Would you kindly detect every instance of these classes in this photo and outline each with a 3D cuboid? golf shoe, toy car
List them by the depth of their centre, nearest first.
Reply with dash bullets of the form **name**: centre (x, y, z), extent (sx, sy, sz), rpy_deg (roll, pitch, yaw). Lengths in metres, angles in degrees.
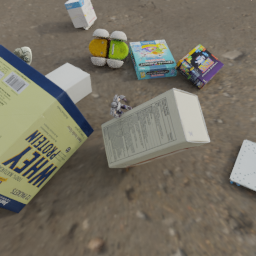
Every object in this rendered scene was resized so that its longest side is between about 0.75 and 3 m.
- **golf shoe**: centre (-3.539, -1.791, 8.984), extent (0.704, 1.798, 0.874), rpy_deg (31, 23, -20)
- **toy car**: centre (-0.737, -3.247, 11.591), extent (1.631, 1.427, 1.223), rpy_deg (10, 11, 10)

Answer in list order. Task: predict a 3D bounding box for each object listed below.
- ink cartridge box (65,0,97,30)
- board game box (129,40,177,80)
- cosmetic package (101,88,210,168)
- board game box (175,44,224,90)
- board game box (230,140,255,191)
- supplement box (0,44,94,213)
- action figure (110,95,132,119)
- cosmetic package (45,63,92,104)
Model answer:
- **ink cartridge box**: centre (-2.248, -5.588, 13.643), extent (0.881, 1.407, 0.904), rpy_deg (3, 45, 28)
- **board game box**: centre (1.001, -2.881, 11.621), extent (1.564, 0.486, 2.072), rpy_deg (-7, 47, -7)
- **cosmetic package**: centre (0.603, 0.127, 7.174), extent (1.103, 2.527, 1.306), rpy_deg (5, 69, -46)
- **board game box**: centre (2.796, -2.408, 10.902), extent (1.324, 0.454, 1.602), rpy_deg (42, 57, 8)
- **board game box**: centre (3.912, 1.237, 7.936), extent (1.678, 0.217, 1.679), rpy_deg (22, 50, 20)
- **supplement box**: centre (-3.131, -0.028, 7.320), extent (2.955, 1.984, 2.952), rpy_deg (35, 76, 28)
- **action figure**: centre (-0.210, -0.535, 7.249), extent (0.321, 0.926, 0.602), rpy_deg (27, 91, 17)
- **cosmetic package**: centre (-2.465, -1.290, 9.866), extent (1.235, 0.888, 2.189), rpy_deg (33, 54, 27)
